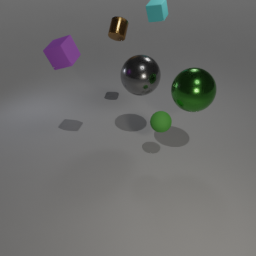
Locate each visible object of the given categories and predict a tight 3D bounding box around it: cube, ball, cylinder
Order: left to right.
[{"bbox_3d":[-2.004,-2.301,8.558,0.700,0.700,0.700,-6,40,26],"label":"cube"},{"bbox_3d":[-0.383,-3.909,11.071,0.700,0.700,0.700,12,-7,1],"label":"cylinder"},{"bbox_3d":[0.436,-1.826,9.728,1.400,1.400,1.400,0,31,0],"label":"ball"},{"bbox_3d":[1.234,-4.968,11.829,0.700,0.700,0.700,5,44,25],"label":"cube"},{"bbox_3d":[1.066,-0.202,9.088,0.700,0.700,0.700,0,31,0],"label":"ball"},{"bbox_3d":[2.068,-1.200,8.857,1.400,1.400,1.400,0,31,0],"label":"ball"}]
